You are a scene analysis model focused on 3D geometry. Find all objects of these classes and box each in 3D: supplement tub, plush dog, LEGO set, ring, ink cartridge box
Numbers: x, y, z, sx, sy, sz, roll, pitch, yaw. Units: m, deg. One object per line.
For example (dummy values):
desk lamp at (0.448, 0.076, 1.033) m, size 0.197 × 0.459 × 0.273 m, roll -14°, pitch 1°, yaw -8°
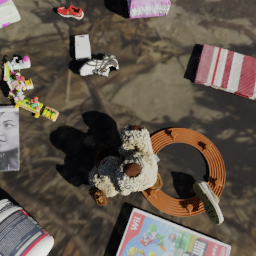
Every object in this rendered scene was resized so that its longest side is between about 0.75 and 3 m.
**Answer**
supplement tub at (-2.886, 2.780, 7.131) m, size 1.722 × 1.208 × 1.208 m, roll 38°, pitch 74°, yaw 12°
plush dog at (-0.183, 1.209, 7.675) m, size 1.886 × 1.761 × 2.195 m, roll -15°, pitch 38°, yaw 16°
LEGO set at (-3.165, -1.216, 8.643) m, size 1.156 × 0.936 × 2.514 m, roll -27°, pitch 72°, yaw -19°
ring at (1.551, 1.210, 8.217) m, size 2.642 × 0.254 × 2.642 m, roll 0°, pitch 71°, yaw 0°
ink cartridge box at (-1.556, -2.766, 9.654) m, size 0.494 × 0.228 × 0.907 m, roll -6°, pitch 69°, yaw -2°

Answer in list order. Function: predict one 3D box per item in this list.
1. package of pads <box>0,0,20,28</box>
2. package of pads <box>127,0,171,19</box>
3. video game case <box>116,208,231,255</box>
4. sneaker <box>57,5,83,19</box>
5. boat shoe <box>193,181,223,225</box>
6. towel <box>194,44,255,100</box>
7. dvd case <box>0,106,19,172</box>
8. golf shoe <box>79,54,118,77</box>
package of pads at (-5.507, -4.260, 9.809) m, size 2.730 × 0.931 × 2.109 m, roll -27°, pitch 73°, yaw -9°
package of pads at (0.636, -5.145, 10.146) m, size 1.438 × 0.903 × 2.386 m, roll -5°, pitch 70°, yaw -5°
video game case at (1.096, 3.564, 7.369) m, size 2.785 × 0.243 × 1.992 m, roll 20°, pitch 71°, yaw 7°
sneaker at (-2.082, -4.247, 10.080) m, size 0.979 × 0.416 × 0.377 m, roll 11°, pitch 71°, yaw 4°
boat shoe at (2.261, 1.984, 7.604) m, size 0.416 × 0.454 × 1.216 m, roll -9°, pitch 60°, yaw -29°
towel at (3.407, -1.890, 9.342) m, size 2.174 × 0.247 × 1.566 m, roll 17°, pitch 69°, yaw 4°
dvd case at (-4.090, 0.310, 8.418) m, size 1.542 × 0.166 × 2.074 m, roll -3°, pitch 69°, yaw -14°
golf shoe at (-0.946, -1.944, 9.207) m, size 1.336 × 0.520 × 0.631 m, roll -24°, pitch 72°, yaw -7°
